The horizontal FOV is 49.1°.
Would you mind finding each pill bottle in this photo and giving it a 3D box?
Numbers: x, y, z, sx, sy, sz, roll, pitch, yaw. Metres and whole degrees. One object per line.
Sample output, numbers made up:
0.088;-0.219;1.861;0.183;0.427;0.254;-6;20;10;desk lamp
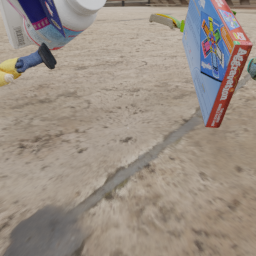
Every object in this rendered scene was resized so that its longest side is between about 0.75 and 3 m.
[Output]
-1.808;-3.286;7.882;1.487;1.487;2.734;-24;10;-37;pill bottle

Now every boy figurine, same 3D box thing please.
-2.981;-1.372;7.135;2.241;0.722;1.393;-27;28;4;boy figurine

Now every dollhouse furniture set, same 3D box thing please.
1.824;-3.243;8.181;2.302;0.889;1.151;30;27;29;dollhouse furniture set

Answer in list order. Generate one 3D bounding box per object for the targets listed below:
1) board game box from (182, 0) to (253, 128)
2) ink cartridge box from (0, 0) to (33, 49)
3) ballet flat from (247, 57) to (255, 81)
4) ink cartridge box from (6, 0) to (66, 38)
1.203;-1.317;4.285;0.240;1.272;2.471;2;45;-1;board game box
-3.024;-3.984;9.099;2.126;2.413;0.540;-27;56;-26;ink cartridge box
3.522;-1.281;6.754;1.915;0.711;0.711;-4;23;-46;ballet flat
-1.451;-1.782;3.494;0.309;1.425;1.399;-44;2;-5;ink cartridge box
